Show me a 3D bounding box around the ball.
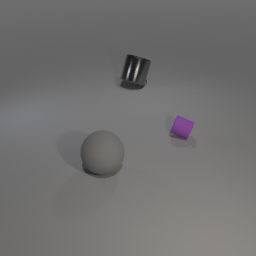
[{"bbox_3d":[-0.810,0.774,8.929,1.400,1.400,1.400,0,30,0],"label":"ball"}]

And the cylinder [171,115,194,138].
[{"bbox_3d":[2.102,-0.044,10.862,0.700,0.700,0.700,24,34,7],"label":"cylinder"}]

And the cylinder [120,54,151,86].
[{"bbox_3d":[0.422,-3.187,15.420,1.400,1.400,1.400,15,11,-3],"label":"cylinder"}]
